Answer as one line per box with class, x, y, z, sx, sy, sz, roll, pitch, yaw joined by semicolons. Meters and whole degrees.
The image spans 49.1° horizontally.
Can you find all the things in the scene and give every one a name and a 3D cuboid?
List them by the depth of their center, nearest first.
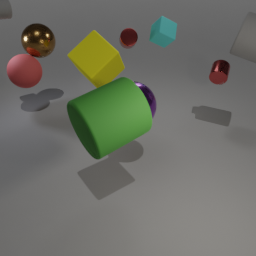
cylinder;-0.417;-0.230;6.227;1.400;1.400;1.400;-29;39;-21
ball;0.123;-0.640;8.083;1.400;1.400;1.400;0;30;0
cylinder;4.278;-2.865;9.127;1.400;1.400;1.400;25;36;13
cylinder;-4.675;-4.305;10.150;0.700;0.700;0.700;-22;37;-34
cube;1.286;-3.502;10.247;0.700;0.700;0.700;17;-18;-25
cube;-1.178;-2.547;10.784;1.400;1.400;1.400;-44;74;-2
cylinder;3.586;-2.183;10.953;0.700;0.700;0.700;12;55;19
cylinder;0.014;-3.612;11.327;0.700;0.700;0.700;-3;7;-4
ball;-4.319;-2.376;11.738;1.400;1.400;1.400;0;30;0
ball;-3.778;-3.681;11.834;1.400;1.400;1.400;0;30;0
